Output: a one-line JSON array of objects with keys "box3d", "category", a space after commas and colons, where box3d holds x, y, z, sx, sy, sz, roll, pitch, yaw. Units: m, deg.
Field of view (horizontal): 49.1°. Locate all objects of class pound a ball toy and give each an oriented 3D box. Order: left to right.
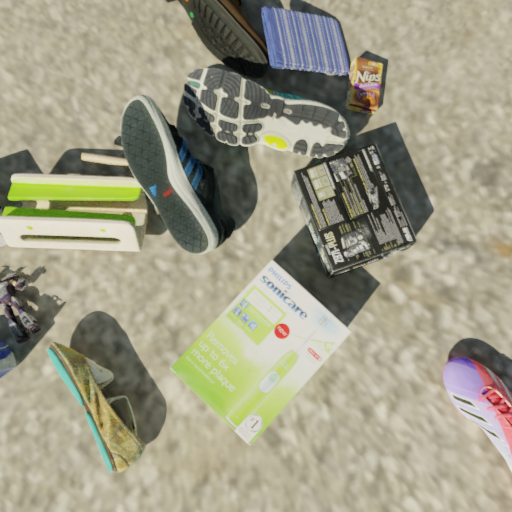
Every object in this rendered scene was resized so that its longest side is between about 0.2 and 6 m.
[{"box3d": [-2.917, -0.927, 9.973, 2.670, 1.134, 1.741, 2, 56, -1], "category": "pound a ball toy"}]

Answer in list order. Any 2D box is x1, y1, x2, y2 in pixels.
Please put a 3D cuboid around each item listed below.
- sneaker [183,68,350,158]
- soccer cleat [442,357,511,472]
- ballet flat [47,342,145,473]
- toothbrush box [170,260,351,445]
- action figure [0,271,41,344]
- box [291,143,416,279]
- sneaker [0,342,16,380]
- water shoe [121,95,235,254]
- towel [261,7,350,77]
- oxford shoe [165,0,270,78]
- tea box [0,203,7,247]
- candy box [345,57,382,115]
[{"box3d": [0.169, -2.529, 10.137, 3.079, 1.226, 1.193, 19, 114, 0], "category": "sneaker"}, {"box3d": [4.149, 2.820, 9.164, 0.916, 1.050, 2.745, -33, 82, -6], "category": "soccer cleat"}, {"box3d": [-2.635, 2.412, 9.442, 0.860, 0.860, 2.434, -31, 80, -5], "category": "ballet flat"}, {"box3d": [0.076, 1.588, 9.395, 1.774, 1.049, 2.437, 43, 81, 7], "category": "toothbrush box"}, {"box3d": [-4.319, 0.834, 9.839, 0.897, 0.478, 1.379, -38, 78, 1], "category": "action figure"}, {"box3d": [1.681, -0.778, 9.938, 1.571, 0.826, 1.919, -20, 80, -4], "category": "box"}, {"box3d": [-5.676, 1.850, 9.308, 2.783, 1.124, 1.607, -25, 83, -3], "category": "sneaker"}, {"box3d": [-1.355, -1.406, 9.697, 1.020, 1.125, 2.852, -19, 98, 36], "category": "water shoe"}, {"box3d": [0.929, -4.009, 10.531, 1.730, 0.206, 1.252, -4, 77, -29], "category": "towel"}, {"box3d": [-0.681, -4.903, 10.525, 1.468, 1.264, 3.479, -36, 86, -17], "category": "oxford shoe"}, {"box3d": [-5.156, -0.667, 9.836, 1.163, 0.790, 1.182, -21, 68, -4], "category": "tea box"}, {"box3d": [2.043, -3.222, 10.618, 0.563, 0.272, 0.965, 10, 79, -12], "category": "candy box"}]
